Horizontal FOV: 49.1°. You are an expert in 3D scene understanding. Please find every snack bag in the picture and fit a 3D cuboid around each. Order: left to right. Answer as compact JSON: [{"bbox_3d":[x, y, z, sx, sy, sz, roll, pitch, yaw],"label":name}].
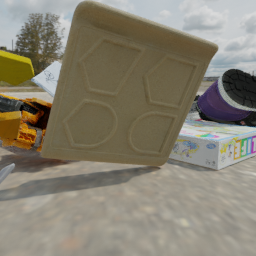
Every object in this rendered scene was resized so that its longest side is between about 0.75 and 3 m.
[{"bbox_3d":[-2.028,-1.282,9.204,0.207,1.827,1.937,-42,15,28],"label":"snack bag"}]

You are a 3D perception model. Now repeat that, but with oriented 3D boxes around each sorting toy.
[{"bbox_3d":[-0.332,-0.369,3.020,2.388,1.779,0.320,8,29,-27],"label":"sorting toy"}]

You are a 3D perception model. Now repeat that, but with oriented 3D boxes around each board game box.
[{"bbox_3d":[0.962,0.151,5.014,1.590,0.405,2.365,-7,11,-41],"label":"board game box"}]

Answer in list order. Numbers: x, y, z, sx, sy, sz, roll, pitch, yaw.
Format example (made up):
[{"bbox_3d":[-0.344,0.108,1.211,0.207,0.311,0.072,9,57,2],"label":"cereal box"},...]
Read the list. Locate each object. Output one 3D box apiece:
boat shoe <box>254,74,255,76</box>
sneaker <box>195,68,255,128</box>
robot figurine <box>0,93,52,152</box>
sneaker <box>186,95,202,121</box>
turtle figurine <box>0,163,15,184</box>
[{"bbox_3d":[3.578,-1.072,6.773,0.992,0.863,2.691,29,-4,23],"label":"boat shoe"},{"bbox_3d":[2.635,-0.304,5.711,2.653,1.005,1.162,19,-31,-16],"label":"sneaker"},{"bbox_3d":[-1.667,-0.068,4.496,1.872,0.752,2.582,19,-7,-42],"label":"robot figurine"},{"bbox_3d":[1.889,-0.784,9.375,0.782,0.927,2.119,-2,9,-14],"label":"sneaker"},{"bbox_3d":[-1.024,0.463,0.876,1.362,1.404,1.011,-10,-12,-19],"label":"turtle figurine"}]
